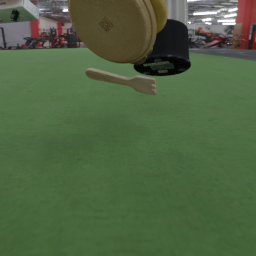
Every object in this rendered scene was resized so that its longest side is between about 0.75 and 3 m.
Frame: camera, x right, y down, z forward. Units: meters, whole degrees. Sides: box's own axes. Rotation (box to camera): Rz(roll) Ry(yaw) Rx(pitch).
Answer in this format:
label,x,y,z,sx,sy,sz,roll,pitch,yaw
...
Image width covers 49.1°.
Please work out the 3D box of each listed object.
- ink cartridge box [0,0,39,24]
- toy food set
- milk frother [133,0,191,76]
label,x,y,z,sx,sy,sz,roll,pitch,yaw
ink cartridge box,-3.426,-3.267,7.405,1.602,0.349,1.391,2,-5,15
toy food set,-0.116,-1.104,2.824,1.066,1.545,0.310,17,51,21
milk frother,0.514,-2.855,7.062,2.347,2.446,2.601,0,-8,0
